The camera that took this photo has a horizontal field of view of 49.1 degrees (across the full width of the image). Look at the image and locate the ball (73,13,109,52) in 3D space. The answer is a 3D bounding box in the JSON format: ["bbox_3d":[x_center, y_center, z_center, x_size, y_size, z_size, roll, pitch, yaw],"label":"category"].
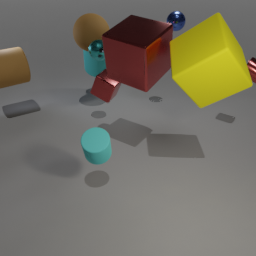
[{"bbox_3d":[-1.387,-3.621,10.675,1.400,1.400,1.400,0,29,0],"label":"ball"}]

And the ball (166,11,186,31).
[{"bbox_3d":[1.766,-3.932,10.312,0.700,0.700,0.700,0,29,0],"label":"ball"}]

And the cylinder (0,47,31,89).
[{"bbox_3d":[-4.726,-2.336,10.929,1.400,1.400,1.400,-20,35,-28],"label":"cylinder"}]

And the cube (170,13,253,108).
[{"bbox_3d":[2.008,-1.617,6.946,1.400,1.400,1.400,-25,45,33],"label":"cube"}]

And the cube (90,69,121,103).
[{"bbox_3d":[-0.690,-1.369,9.085,0.700,0.700,0.700,30,37,4],"label":"cube"}]

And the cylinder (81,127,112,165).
[{"bbox_3d":[-0.773,0.452,6.928,0.700,0.700,0.700,0,58,1],"label":"cylinder"}]

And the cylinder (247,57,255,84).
[{"bbox_3d":[4.452,-2.007,9.815,0.700,0.700,0.700,37,40,13],"label":"cylinder"}]

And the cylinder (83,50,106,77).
[{"bbox_3d":[-1.320,-3.285,12.797,1.400,1.400,1.400,2,52,-3],"label":"cylinder"}]

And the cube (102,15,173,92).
[{"bbox_3d":[0.299,-2.110,7.850,1.400,1.400,1.400,24,53,26],"label":"cube"}]

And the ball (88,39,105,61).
[{"bbox_3d":[-0.985,-2.629,9.464,0.700,0.700,0.700,0,29,0],"label":"ball"}]
